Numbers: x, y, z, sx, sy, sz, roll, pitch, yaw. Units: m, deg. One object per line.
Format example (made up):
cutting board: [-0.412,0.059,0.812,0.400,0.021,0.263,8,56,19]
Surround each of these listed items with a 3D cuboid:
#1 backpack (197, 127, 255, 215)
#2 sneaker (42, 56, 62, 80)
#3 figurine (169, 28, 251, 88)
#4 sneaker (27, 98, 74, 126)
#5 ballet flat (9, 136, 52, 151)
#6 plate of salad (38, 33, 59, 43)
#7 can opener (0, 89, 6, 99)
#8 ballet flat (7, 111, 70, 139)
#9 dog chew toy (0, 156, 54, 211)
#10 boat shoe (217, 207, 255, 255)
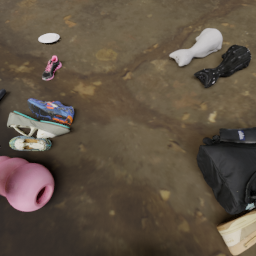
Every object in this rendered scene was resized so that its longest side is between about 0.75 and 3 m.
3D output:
backpack: [3.874,1.143,8.740,2.971,1.881,2.480,-17,66,-15]
sneaker: [-3.455,-2.701,12.467,0.526,0.635,1.332,16,56,9]
figurine: [3.558,-3.112,12.560,2.623,1.157,2.688,-32,58,-17]
sneaker: [-3.004,-0.719,10.974,2.001,0.754,0.785,21,48,4]
ballet flat: [-3.522,0.568,9.958,1.530,0.568,0.568,-2,53,0]
plate of salad: [-3.957,-4.475,14.065,1.045,0.251,1.045,-2,42,1]
can opener: [-5.479,-0.930,11.265,0.547,0.678,1.725,-20,39,35]
ballet flat: [-3.346,0.032,10.406,2.477,0.835,0.789,15,82,13]
dog chew toy: [-3.458,1.603,8.747,2.325,1.448,1.448,21,55,24]
boat shoe: [4.022,2.739,8.136,2.941,1.048,0.949,-18,69,-13]
